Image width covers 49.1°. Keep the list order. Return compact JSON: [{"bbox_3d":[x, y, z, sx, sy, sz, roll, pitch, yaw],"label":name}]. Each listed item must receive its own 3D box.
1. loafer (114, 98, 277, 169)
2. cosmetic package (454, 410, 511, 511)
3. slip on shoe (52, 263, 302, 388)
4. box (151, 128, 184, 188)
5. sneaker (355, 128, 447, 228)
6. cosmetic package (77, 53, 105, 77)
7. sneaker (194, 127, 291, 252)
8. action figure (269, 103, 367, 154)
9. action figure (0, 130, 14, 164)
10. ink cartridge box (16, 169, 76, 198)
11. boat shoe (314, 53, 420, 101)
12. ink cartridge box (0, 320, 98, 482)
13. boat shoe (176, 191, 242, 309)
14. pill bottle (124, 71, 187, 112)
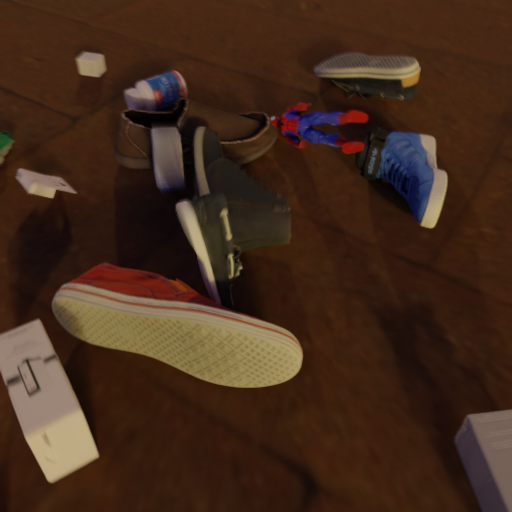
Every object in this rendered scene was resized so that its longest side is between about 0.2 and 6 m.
[{"bbox_3d":[-1.055,-2.196,9.858,2.932,1.041,1.071,-9,44,-9],"label":"loafer"},{"bbox_3d":[2.635,2.309,5.503,0.795,0.671,1.488,-4,47,-3],"label":"cosmetic package"},{"bbox_3d":[-0.934,0.742,6.817,3.177,1.177,0.972,12,42,19],"label":"slip on shoe"},{"bbox_3d":[-1.440,-1.600,9.085,0.436,0.832,0.765,-5,22,-10],"label":"box"},{"bbox_3d":[2.234,-1.329,9.024,1.333,0.920,2.396,10,41,2],"label":"sneaker"},{"bbox_3d":[-3.672,-4.258,12.483,0.454,0.380,0.378,11,44,10],"label":"cosmetic package"},{"bbox_3d":[-0.269,-1.024,8.648,1.312,0.924,2.471,-5,56,-9],"label":"sneaker"},{"bbox_3d":[0.917,-2.266,9.798,0.624,0.790,2.416,-7,18,-28],"label":"action figure"},{"bbox_3d":[-4.837,-1.683,9.703,1.178,0.545,1.995,8,38,11],"label":"action figure"},{"bbox_3d":[-3.415,-1.148,9.107,0.727,0.184,0.825,12,16,-40],"label":"ink cartridge box"},{"bbox_3d":[2.235,-3.679,11.624,0.954,0.796,2.558,-40,41,-26],"label":"boat shoe"},{"bbox_3d":[-2.269,1.540,6.021,0.577,0.999,1.368,-24,49,-23],"label":"ink cartridge box"},{"bbox_3d":[-0.445,0.023,6.909,0.574,1.902,0.719,-23,52,-9],"label":"boat shoe"},{"bbox_3d":[-2.024,-3.256,11.266,1.135,0.637,0.637,-28,51,-24],"label":"pill bottle"}]
